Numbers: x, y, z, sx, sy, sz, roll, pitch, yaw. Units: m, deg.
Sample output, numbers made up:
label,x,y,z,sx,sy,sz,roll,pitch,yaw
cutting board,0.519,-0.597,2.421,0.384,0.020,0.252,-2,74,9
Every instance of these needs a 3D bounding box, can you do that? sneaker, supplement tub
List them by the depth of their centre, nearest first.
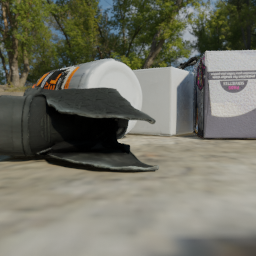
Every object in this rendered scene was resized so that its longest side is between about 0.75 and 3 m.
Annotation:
label,x,y,z,sx,sy,sz,roll,pitch,yaw
sneaker,-0.611,-0.075,3.220,1.364,0.786,2.616,-1,8,-8
supplement tub,-0.959,-0.526,5.518,2.271,1.391,1.391,1,3,45

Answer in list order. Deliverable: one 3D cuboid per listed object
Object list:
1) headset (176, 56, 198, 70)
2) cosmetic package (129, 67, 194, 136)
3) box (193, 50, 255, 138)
label,x,y,z,sx,sy,sz,roll,pitch,yaw
headset,2.841,-1.198,9.608,1.335,2.842,1.755,-30,19,28
cosmetic package,0.556,-0.597,6.865,2.302,1.415,2.295,4,5,35
box,2.497,-0.603,5.218,2.362,1.561,1.355,0,3,5
